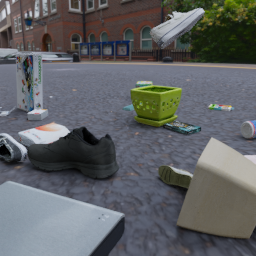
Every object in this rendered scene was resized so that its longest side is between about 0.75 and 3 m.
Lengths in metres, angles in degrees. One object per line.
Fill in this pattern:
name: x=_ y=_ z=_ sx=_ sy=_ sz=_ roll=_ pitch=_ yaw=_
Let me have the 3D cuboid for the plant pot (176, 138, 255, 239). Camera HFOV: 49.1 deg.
plant pot: x=1.944 y=1.253 z=5.542 sx=1.307 sy=1.476 sz=1.474 roll=20 pitch=23 yaw=20

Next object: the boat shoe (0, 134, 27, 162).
boat shoe: x=-3.856 y=0.633 z=8.649 sx=1.801 sy=0.665 sz=0.615 roll=25 pitch=15 yaw=36

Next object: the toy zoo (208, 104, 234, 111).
toy zoo: x=5.058 y=-1.100 z=15.137 sx=1.269 sy=0.130 sz=0.833 roll=8 pitch=19 yaw=24

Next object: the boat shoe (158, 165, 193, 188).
boat shoe: x=1.278 y=1.259 z=7.122 sx=0.409 sy=0.447 sz=1.195 roll=13 pitch=4 yaw=-39

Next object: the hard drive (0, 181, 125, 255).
hard drive: x=-1.817 y=1.853 z=4.981 sx=2.943 sy=0.484 sz=2.053 roll=8 pitch=19 yaw=24

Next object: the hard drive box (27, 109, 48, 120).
hard drive box: x=-4.263 y=-0.633 z=13.291 sx=0.666 sy=0.328 sz=0.855 roll=1 pitch=17 yaw=6

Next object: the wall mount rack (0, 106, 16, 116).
wall mount rack: x=-6.044 y=-0.864 z=14.004 sx=0.818 sy=0.351 sz=0.941 roll=-4 pitch=18 yaw=-13

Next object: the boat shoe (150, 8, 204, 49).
boat shoe: x=1.098 y=-2.375 z=6.303 sx=1.537 sy=0.536 sz=0.545 roll=-40 pitch=-4 yaw=-20

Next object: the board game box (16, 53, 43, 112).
board game box: x=-5.066 y=-2.317 z=14.338 sx=1.847 sy=2.926 sz=0.506 roll=16 pitch=18 yaw=40

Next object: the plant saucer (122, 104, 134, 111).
plant saucer: x=0.328 y=-1.186 z=15.419 sx=0.546 sy=0.148 sz=1.563 roll=11 pitch=21 yaw=32

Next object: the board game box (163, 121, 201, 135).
board game box: x=2.222 y=-0.018 z=11.551 sx=0.878 sy=0.183 sz=1.299 roll=-14 pitch=22 yaw=-39

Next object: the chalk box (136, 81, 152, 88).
chalk box: x=1.026 y=-2.345 z=17.681 sx=1.015 sy=1.021 sz=1.640 roll=1 pitch=18 yaw=6

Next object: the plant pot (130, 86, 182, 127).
plant pot: x=1.230 y=-0.983 z=12.378 sx=1.696 sy=1.539 sz=1.688 roll=15 pitch=23 yaw=39

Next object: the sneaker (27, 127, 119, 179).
sneaker: x=-1.574 y=0.556 z=7.879 sx=2.804 sy=1.272 sz=1.065 roll=4 pitch=19 yaw=15

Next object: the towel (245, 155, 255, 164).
towel: x=3.222 y=0.979 z=7.176 sx=1.850 sy=0.312 sz=1.937 roll=-10 pitch=0 yaw=-25

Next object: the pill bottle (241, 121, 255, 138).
pill bottle: x=4.963 y=0.025 z=10.629 sx=1.165 sy=0.654 sz=0.654 roll=-6 pitch=18 yaw=-19

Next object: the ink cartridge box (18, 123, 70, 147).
ink cartridge box: x=-2.692 y=0.340 z=9.933 sx=1.920 sy=0.481 sz=1.558 roll=10 pitch=20 yaw=37
